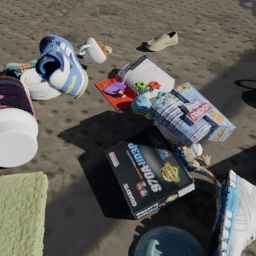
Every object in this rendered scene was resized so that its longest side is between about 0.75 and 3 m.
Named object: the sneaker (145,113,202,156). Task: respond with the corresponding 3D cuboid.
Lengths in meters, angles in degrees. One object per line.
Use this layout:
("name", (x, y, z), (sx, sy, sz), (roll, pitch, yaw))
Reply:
("sneaker", (1.396, 0.089, 8.518), (0.899, 0.853, 2.234), (-34, 53, 1))

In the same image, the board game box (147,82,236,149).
("board game box", (1.794, -0.279, 7.463), (1.913, 0.590, 1.915), (41, 38, 16))

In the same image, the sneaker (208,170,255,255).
("sneaker", (2.499, 2.088, 6.015), (1.196, 1.034, 2.759), (21, 43, 12))

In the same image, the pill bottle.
("pill bottle", (-3.524, -0.244, 8.208), (1.539, 1.539, 2.696), (-15, 44, -16))

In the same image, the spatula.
("spatula", (0.008, -2.083, 10.809), (0.651, 0.237, 2.305), (28, 70, 37))

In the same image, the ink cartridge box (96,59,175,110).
("ink cartridge box", (0.233, -1.754, 10.650), (2.400, 0.685, 1.951), (-17, 45, -24))

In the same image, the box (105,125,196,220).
("box", (0.491, 1.044, 7.145), (1.624, 0.470, 2.043), (-27, 49, -2))

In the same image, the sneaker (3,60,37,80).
("sneaker", (-4.098, -2.225, 11.177), (1.762, 0.629, 0.704), (-5, 46, 2))

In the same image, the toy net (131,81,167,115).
("toy net", (1.337, -1.003, 9.790), (2.395, 0.462, 1.256), (6, 53, -1))

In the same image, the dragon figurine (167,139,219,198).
("dragon figurine", (1.624, 0.959, 7.504), (0.640, 1.081, 2.174), (-28, 66, -27))

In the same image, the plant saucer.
("plant saucer", (0.898, 2.698, 5.853), (1.567, 0.302, 1.567), (0, 41, 0))

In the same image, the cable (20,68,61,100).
("cable", (-3.209, -1.698, 10.560), (1.647, 0.570, 1.647), (-14, 44, -15))

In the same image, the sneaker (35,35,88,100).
("sneaker", (-1.932, -1.791, 7.364), (1.009, 0.907, 2.454), (11, 34, -46))

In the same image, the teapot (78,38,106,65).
("teapot", (-1.477, -2.967, 11.198), (0.833, 1.141, 1.126), (-33, 33, 6))

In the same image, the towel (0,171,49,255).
("towel", (-2.902, 2.203, 6.232), (2.177, 0.535, 2.935), (-6, 41, -8))

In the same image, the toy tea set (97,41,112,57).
("toy tea set", (-1.320, -3.353, 12.625), (0.821, 0.511, 1.380), (34, 41, -6))

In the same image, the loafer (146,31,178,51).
("loafer", (1.612, -4.165, 13.283), (1.835, 0.626, 0.694), (-27, 48, -27))
